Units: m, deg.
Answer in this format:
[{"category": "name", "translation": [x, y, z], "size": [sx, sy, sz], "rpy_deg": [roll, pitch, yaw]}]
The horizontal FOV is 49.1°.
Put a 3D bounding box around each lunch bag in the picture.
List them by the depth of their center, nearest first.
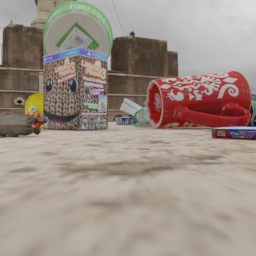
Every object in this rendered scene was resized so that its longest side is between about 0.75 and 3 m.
[{"category": "lunch bag", "translation": [0.817, -0.388, 11.256], "size": [1.022, 0.731, 1.200], "rpy_deg": [-5, -13, -22]}]

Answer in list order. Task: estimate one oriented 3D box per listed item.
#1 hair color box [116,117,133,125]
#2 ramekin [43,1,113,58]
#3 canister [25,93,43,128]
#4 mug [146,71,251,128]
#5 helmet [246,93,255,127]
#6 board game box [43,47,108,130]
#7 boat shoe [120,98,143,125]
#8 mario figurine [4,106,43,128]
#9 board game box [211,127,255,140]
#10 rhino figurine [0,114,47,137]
[{"category": "hair color box", "translation": [0.069, -0.430, 17.413], "size": [1.557, 0.471, 0.779], "rpy_deg": [0, 2, -14]}, {"category": "ramekin", "translation": [-1.774, -3.072, 9.967], "size": [2.563, 2.563, 1.252], "rpy_deg": [0, 30, -7]}, {"category": "canister", "translation": [-2.306, -0.587, 10.540], "size": [2.002, 1.166, 2.695], "rpy_deg": [0, 0, 6]}, {"category": "mug", "translation": [2.221, -0.858, 8.725], "size": [2.821, 1.882, 2.504], "rpy_deg": [-4, 1, -14]}, {"category": "helmet", "translation": [4.391, -0.648, 10.191], "size": [1.332, 1.270, 1.332], "rpy_deg": [0, 1, 0]}, {"category": "board game box", "translation": [-1.511, -1.014, 7.948], "size": [1.692, 2.122, 1.028], "rpy_deg": [1, 1, 41]}, {"category": "boat shoe", "translation": [0.613, -0.604, 15.700], "size": [2.667, 1.137, 0.985], "rpy_deg": [32, 9, 22]}, {"category": "mario figurine", "translation": [-3.112, -0.314, 8.369], "size": [1.242, 0.766, 0.658], "rpy_deg": [-4, -11, -4]}, {"category": "board game box", "translation": [2.095, 0.076, 3.797], "size": [1.657, 0.161, 0.853], "rpy_deg": [1, 3, 40]}, {"category": "rhino figurine", "translation": [-1.984, -0.041, 4.573], "size": [1.225, 0.366, 0.536], "rpy_deg": [-1, 1, 19]}]
